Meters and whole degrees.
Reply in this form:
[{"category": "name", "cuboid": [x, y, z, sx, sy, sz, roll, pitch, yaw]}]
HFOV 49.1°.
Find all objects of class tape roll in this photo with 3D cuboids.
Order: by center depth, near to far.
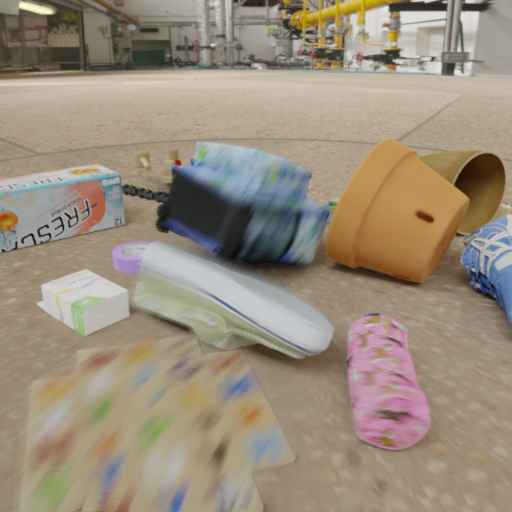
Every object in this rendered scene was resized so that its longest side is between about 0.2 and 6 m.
[{"category": "tape roll", "cuboid": [-2.135, 0.024, 10.010, 0.833, 0.273, 0.833, 1, 24, 0]}]

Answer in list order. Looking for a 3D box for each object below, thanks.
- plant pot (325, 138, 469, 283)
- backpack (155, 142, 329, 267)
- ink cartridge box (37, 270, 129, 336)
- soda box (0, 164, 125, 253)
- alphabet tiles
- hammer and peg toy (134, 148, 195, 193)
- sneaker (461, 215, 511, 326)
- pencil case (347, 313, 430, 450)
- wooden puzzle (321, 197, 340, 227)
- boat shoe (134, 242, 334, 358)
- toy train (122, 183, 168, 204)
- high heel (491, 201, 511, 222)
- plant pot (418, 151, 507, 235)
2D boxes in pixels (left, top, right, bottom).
[{"category": "plant pot", "cuboid": [2.432, -0.587, 9.334, 1.591, 2.273, 2.273, 31, 34, 22]}, {"category": "backpack", "cuboid": [-0.025, -0.836, 9.517, 2.491, 1.831, 2.280, 12, 10, -45]}, {"category": "ink cartridge box", "cuboid": [-2.624, 0.624, 8.351, 1.374, 0.463, 0.805, 19, 30, 37]}, {"category": "soda box", "cuboid": [-4.484, -0.924, 11.120, 3.565, 1.133, 1.219, -17, 29, -33]}, {"category": "alphabet tiles", "cuboid": [-1.123, 1.760, 6.107, 2.580, 0.098, 3.101, -6, 24, -16]}, {"category": "hammer and peg toy", "cuboid": [-1.907, -2.172, 14.408, 2.479, 0.874, 1.824, -2, 25, -5]}, {"category": "sneaker", "cuboid": [3.870, 0.338, 8.563, 1.206, 1.186, 3.132, -19, 17, 26]}, {"category": "pencil case", "cuboid": [1.431, 1.352, 6.284, 0.736, 0.769, 1.778, 12, 25, 1]}, {"category": "wooden puzzle", "cuboid": [2.684, -1.076, 12.640, 3.096, 0.218, 1.836, -19, 30, -37]}, {"category": "boat shoe", "cuboid": [-0.404, 0.722, 7.490, 3.109, 0.964, 1.119, 23, 5, 36]}, {"category": "toy train", "cuboid": [-2.654, -1.542, 13.666, 1.653, 0.282, 0.378, 15, 24, 31]}, {"category": "high heel", "cuboid": [4.974, -1.184, 12.455, 1.479, 0.528, 1.054, 0, 28, 22]}, {"category": "plant pot", "cuboid": [3.936, -1.484, 11.802, 1.703, 1.703, 1.828, -13, 24, -29]}]
